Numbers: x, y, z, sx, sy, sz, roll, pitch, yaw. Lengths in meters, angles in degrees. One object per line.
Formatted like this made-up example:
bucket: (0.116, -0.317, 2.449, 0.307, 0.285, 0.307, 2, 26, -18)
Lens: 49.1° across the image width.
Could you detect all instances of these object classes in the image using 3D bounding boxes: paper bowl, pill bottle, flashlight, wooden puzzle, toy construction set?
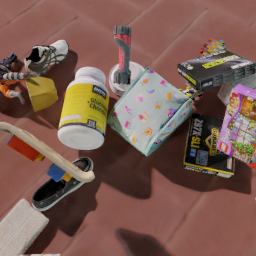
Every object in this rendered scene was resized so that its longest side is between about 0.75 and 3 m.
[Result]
paper bowl: (-0.002, -2.133, 11.764, 1.603, 0.834, 1.603, -1, 62, 1)
pill bottle: (-1.581, -0.792, 10.549, 1.649, 1.649, 2.944, 3, 61, 2)
flashlight: (-0.252, -2.644, 10.256, 0.697, 0.694, 2.050, -1, 100, -35)
wooden puzzle: (3.981, -3.768, 13.069, 0.824, 0.098, 1.389, 38, 68, 19)
wooden puzzle: (-2.151, 0.803, 7.474, 2.585, 2.395, 0.599, 32, 80, -4)
toy construction set: (2.358, -1.508, 11.468, 1.760, 0.811, 1.154, -40, 33, -27)

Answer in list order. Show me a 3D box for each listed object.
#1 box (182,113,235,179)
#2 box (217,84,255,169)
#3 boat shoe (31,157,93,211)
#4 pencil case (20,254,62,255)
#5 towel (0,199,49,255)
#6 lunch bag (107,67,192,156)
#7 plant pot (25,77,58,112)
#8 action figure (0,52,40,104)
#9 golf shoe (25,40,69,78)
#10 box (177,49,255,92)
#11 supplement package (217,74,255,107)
box: (3.055, 0.615, 10.427, 1.758, 0.543, 2.202, 12, 62, 8)
box: (3.606, 0.061, 8.188, 1.601, 2.340, 0.457, 31, 51, 32)
boat shoe: (-2.191, 1.840, 9.610, 0.858, 0.708, 2.501, 40, 65, 18)
pencil case: (-2.640, 4.150, 8.482, 1.359, 0.529, 0.608, -2, 65, -1)
towel: (-3.605, 3.397, 9.027, 1.260, 0.328, 1.902, 33, 66, 15)
lunch bag: (0.757, -0.510, 10.390, 2.207, 1.580, 2.591, 41, 88, 19)
plant pot: (-3.432, -1.424, 11.312, 1.041, 1.011, 1.018, -15, 62, -15)
action figure: (-5.120, -2.338, 11.564, 2.718, 1.469, 2.809, 16, 61, 0)
golf shoe: (-3.492, -3.233, 12.203, 0.935, 1.136, 2.404, 29, 64, 16)
box: (3.376, -2.331, 11.009, 2.253, 0.535, 2.176, -18, 29, -4)
supplement package: (4.735, -1.034, 10.916, 1.189, 1.235, 2.171, -23, 64, -12)
